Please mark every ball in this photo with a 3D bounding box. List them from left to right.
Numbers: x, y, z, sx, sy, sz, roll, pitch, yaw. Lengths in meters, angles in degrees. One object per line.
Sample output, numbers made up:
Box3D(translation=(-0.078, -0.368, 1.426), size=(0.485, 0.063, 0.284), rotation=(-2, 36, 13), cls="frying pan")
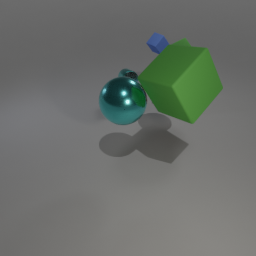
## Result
Box3D(translation=(-0.146, -0.779, 8.105), size=(1.400, 1.400, 1.400), rotation=(0, 32, 0), cls="ball")

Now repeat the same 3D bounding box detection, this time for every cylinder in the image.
Box3D(translation=(0.001, -2.110, 11.791), size=(0.700, 0.700, 0.700), rotation=(-9, 23, -14), cls="cylinder")

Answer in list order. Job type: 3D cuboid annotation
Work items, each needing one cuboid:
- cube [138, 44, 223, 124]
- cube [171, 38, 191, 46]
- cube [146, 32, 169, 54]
Box3D(translation=(1.405, -1.207, 7.504), size=(1.400, 1.400, 1.400), rotation=(-48, 39, -13), cls="cube")
Box3D(translation=(1.908, -2.747, 10.333), size=(0.700, 0.700, 0.700), rotation=(-30, 84, -19), cls="cube")
Box3D(translation=(1.486, -4.192, 13.938), size=(0.700, 0.700, 0.700), rotation=(-52, 48, 0), cls="cube")
